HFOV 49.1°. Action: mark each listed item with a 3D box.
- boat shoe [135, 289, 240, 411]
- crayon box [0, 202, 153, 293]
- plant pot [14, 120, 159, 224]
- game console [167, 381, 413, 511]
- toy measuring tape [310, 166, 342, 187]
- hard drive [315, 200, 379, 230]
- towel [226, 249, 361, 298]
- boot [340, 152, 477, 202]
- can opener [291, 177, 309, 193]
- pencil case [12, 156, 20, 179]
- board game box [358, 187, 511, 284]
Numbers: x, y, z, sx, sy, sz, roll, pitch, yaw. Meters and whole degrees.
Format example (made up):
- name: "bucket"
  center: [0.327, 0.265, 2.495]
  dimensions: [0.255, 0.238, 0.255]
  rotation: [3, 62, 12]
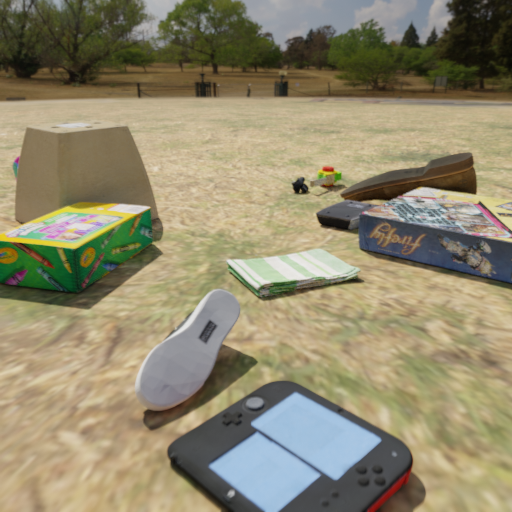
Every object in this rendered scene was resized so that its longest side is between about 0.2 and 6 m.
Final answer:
- name: "boat shoe"
  center: [-0.719, 1.020, 5.940]
  dimensions: [0.602, 0.497, 1.755]
  rotation: [43, 40, -2]
- name: "crayon box"
  center: [-2.884, -0.234, 9.120]
  dimensions: [1.460, 0.716, 2.459]
  rotation: [6, 20, 15]
- name: "plant pot"
  center: [-3.526, -1.693, 11.397]
  dimensions: [2.196, 1.947, 2.199]
  rotation: [19, 26, 41]
- name: "game console"
  center: [0.284, 1.633, 4.586]
  dimensions: [1.438, 0.252, 1.626]
  rotation: [-17, 25, -40]
- name: "toy measuring tape"
  center: [1.671, -1.997, 14.421]
  dimensions: [0.562, 0.562, 1.528]
  rotation: [15, 25, 37]
- name: "hard drive"
  center: [1.905, -0.851, 11.514]
  dimensions: [0.916, 0.288, 1.359]
  rotation: [14, 24, 33]
- name: "towel"
  center: [0.548, 0.202, 8.684]
  dimensions: [1.741, 0.204, 1.328]
  rotation: [-9, 21, -23]
- name: "boot"
  center: [3.245, -1.342, 12.135]
  dimensions: [2.937, 1.108, 1.081]
  rotation: [-8, 22, 32]
- name: "can opener"
  center: [1.097, -1.821, 14.324]
  dimensions: [0.351, 0.435, 1.106]
  rotation: [-37, 11, 13]
- name: "pencil case"
  center: [-4.867, -1.897, 13.430]
  dimensions: [2.387, 1.055, 1.055]
  rotation: [15, 24, 38]
- name: "board game box"
  center: [4.086, -0.361, 9.549]
  dimensions: [3.890, 0.673, 2.635]
  rotation: [16, 25, 36]
